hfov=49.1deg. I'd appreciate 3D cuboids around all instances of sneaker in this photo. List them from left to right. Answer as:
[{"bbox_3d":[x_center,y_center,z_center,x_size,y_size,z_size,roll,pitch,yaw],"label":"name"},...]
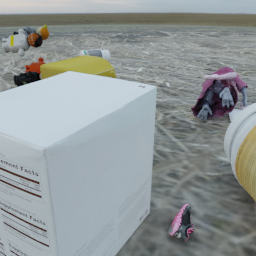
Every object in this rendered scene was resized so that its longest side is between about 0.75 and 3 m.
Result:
[{"bbox_3d":[1.028,1.710,5.038,0.388,0.322,0.814,31,34,13],"label":"sneaker"}]

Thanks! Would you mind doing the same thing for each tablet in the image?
[{"bbox_3d":[4.467,-0.370,9.649,1.877,0.128,1.221,7,25,13],"label":"tablet"}]

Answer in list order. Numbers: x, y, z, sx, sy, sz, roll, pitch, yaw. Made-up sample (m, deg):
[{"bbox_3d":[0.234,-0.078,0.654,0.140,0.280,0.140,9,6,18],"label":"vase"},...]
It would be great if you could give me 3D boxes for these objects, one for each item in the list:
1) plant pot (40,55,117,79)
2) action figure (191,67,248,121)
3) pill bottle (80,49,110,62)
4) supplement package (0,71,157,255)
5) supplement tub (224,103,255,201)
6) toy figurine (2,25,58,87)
[{"bbox_3d":[-1.342,-1.260,9.057,1.889,1.902,1.945,-26,27,-37],"label":"plant pot"},{"bbox_3d":[3.179,-1.545,9.983,1.937,2.154,2.892,4,38,30],"label":"action figure"},{"bbox_3d":[-2.007,-4.301,17.121,1.712,0.968,0.968,-11,27,-20],"label":"pill bottle"},{"bbox_3d":[-0.946,0.707,4.397,1.882,2.560,2.448,15,28,28],"label":"supplement package"},{"bbox_3d":[3.127,0.759,4.913,2.021,2.021,2.794,-4,25,-9],"label":"supplement tub"},{"bbox_3d":[-4.338,-3.359,13.112,1.857,2.627,2.669,-8,26,2],"label":"toy figurine"}]
